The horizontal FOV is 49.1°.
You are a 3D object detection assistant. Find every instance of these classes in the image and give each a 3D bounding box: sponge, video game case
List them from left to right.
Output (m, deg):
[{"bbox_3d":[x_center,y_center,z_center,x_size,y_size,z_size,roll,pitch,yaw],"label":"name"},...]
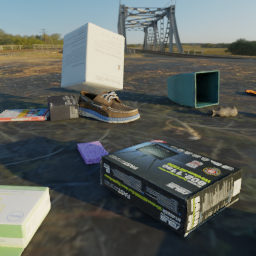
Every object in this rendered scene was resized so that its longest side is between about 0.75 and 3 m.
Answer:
[{"bbox_3d":[-4.053,-0.521,11.037,1.834,0.160,1.311,-2,17,-5],"label":"video game case"},{"bbox_3d":[-0.920,0.632,7.375,0.620,0.166,1.111,-7,18,-20],"label":"sponge"}]

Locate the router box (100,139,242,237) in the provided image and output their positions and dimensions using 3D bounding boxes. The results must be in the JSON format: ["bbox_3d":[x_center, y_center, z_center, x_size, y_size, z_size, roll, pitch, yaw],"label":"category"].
[{"bbox_3d":[0.760,0.961,5.452,1.668,0.692,2.226,-15,23,-39],"label":"router box"}]

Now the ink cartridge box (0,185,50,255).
[{"bbox_3d":[-2.217,1.531,4.048,1.523,0.502,2.093,2,16,5],"label":"ink cartridge box"}]

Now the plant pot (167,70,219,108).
[{"bbox_3d":[2.936,-1.896,13.329,1.545,1.544,2.186,-11,15,-32],"label":"plant pot"}]

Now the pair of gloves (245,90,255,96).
[{"bbox_3d":[7.525,-1.954,15.530,1.652,0.204,1.471,0,17,-1],"label":"pair of gloves"}]

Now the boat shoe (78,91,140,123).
[{"bbox_3d":[-0.861,-0.869,10.675,2.839,1.027,1.025,10,21,29],"label":"boat shoe"}]

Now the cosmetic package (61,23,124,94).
[{"bbox_3d":[-1.388,-2.601,11.064,1.804,2.155,1.793,5,-5,-43],"label":"cosmetic package"}]

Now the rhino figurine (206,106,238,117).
[{"bbox_3d":[3.711,-0.643,11.089,1.252,0.374,0.547,-2,18,0],"label":"rhino figurine"}]

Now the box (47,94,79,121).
[{"bbox_3d":[-2.537,-0.809,10.871,1.059,0.605,1.163,-6,27,-18],"label":"box"}]
